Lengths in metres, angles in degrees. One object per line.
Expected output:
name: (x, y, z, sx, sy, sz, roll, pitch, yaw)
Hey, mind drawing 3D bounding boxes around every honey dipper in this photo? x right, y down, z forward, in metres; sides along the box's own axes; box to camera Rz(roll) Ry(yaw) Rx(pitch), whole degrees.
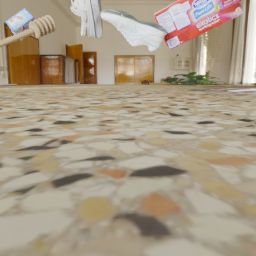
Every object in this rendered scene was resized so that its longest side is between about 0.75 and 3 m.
honey dipper: (-2.870, -2.154, 6.883, 2.418, 0.459, 0.459, -38, 31, -30)

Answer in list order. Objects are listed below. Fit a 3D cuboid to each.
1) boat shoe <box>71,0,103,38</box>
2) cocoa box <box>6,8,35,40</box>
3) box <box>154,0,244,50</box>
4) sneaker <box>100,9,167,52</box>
boat shoe: (-1.411, -4.077, 9.321, 1.026, 1.042, 2.939, -2, -17, -2)
cocoa box: (-3.706, -3.644, 9.844, 0.560, 0.839, 0.551, 45, -12, 17)
box: (1.981, -3.337, 8.151, 2.252, 1.123, 1.075, -24, 20, 16)
sneaker: (0.086, -2.663, 7.671, 1.875, 0.751, 0.660, 22, 34, -4)
